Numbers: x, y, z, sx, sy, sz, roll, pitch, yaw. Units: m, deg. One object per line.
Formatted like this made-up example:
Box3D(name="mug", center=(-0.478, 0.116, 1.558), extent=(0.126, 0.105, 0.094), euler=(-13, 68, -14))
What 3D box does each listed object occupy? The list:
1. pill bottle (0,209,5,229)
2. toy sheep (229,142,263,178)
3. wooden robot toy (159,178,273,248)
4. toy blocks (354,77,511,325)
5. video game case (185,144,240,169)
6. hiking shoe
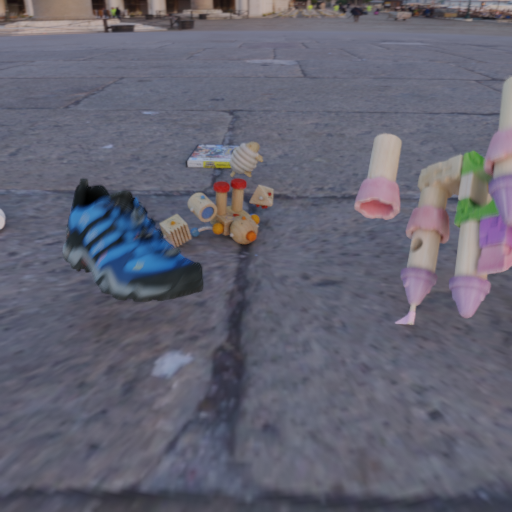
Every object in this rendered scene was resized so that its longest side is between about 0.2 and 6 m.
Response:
Box3D(name="pill bottle", center=(-4.693, -0.708, 9.805), extent=(0.449, 0.449, 0.823), euler=(-19, 32, -33))
Box3D(name="toy sheep", center=(-0.243, -1.986, 11.655), extent=(0.622, 0.902, 0.622), euler=(34, 17, -12))
Box3D(name="wooden robot toy", center=(-0.398, -0.613, 9.229), extent=(2.197, 0.968, 0.997), euler=(-17, 42, -29))
Box3D(name="toy blocks", center=(2.819, -0.257, 6.631), extent=(2.613, 2.200, 2.442), euler=(24, -22, -29))
Box3D(name="video game case", center=(-0.903, -2.414, 13.494), extent=(1.325, 0.187, 1.466), euler=(2, 27, 5))
Box3D(name="hiking shoe", center=(-1.581, -0.197, 6.655), extent=(2.503, 1.085, 0.931), euler=(18, 22, 39))
